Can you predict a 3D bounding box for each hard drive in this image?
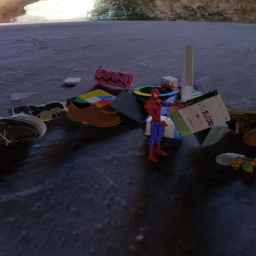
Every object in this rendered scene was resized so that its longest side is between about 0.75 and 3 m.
[{"bbox_3d":[2.472,-2.065,11.767,0.323,1.621,2.458,5,54,6],"label":"hard drive"}]

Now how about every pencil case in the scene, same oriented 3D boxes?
[{"bbox_3d":[-0.786,-2.897,16.122,2.266,1.029,1.062,18,21,27],"label":"pencil case"}]

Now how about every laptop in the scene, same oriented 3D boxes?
[{"bbox_3d":[0.730,-1.196,12.313,2.404,1.242,2.131,29,30,1],"label":"laptop"}]

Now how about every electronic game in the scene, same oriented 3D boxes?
[{"bbox_3d":[1.435,-1.852,14.289,2.500,0.520,2.500,-2,21,1],"label":"electronic game"}]

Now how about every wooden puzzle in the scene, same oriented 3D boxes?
[{"bbox_3d":[-1.599,-1.175,13.166,2.880,0.536,2.664,-19,33,-33],"label":"wooden puzzle"}]

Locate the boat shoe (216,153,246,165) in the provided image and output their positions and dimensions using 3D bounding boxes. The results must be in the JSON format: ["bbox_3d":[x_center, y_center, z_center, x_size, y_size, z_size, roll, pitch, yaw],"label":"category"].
[{"bbox_3d":[3.309,1.006,9.165,1.024,0.376,0.342,5,12,-11],"label":"boat shoe"}]

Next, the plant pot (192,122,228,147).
[{"bbox_3d":[3.051,-0.012,10.277,0.987,0.966,0.969,-4,44,-22],"label":"plant pot"}]

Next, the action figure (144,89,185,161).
[{"bbox_3d":[1.121,-0.065,8.735,1.156,2.335,0.762,12,29,41],"label":"action figure"}]

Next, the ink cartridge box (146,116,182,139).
[{"bbox_3d":[1.458,-0.064,10.781,1.386,0.584,1.012,8,18,14],"label":"ink cartridge box"}]

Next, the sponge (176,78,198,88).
[{"bbox_3d":[3.230,-2.657,16.405,1.691,0.252,0.943,7,28,13],"label":"sponge"}]

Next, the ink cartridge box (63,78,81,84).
[{"bbox_3d":[-3.345,-2.825,16.812,0.848,0.172,0.846,5,27,10],"label":"ink cartridge box"}]

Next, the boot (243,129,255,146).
[{"bbox_3d":[4.982,0.713,9.407,1.938,0.743,1.505,12,31,5],"label":"boot"}]

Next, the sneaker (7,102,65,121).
[{"bbox_3d":[-3.895,-0.580,11.920,2.381,0.923,0.948,-11,10,-30],"label":"sneaker"}]

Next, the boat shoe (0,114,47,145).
[{"bbox_3d":[-4.445,0.177,10.213,2.958,1.066,1.049,0,38,15],"label":"boat shoe"}]

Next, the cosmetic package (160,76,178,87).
[{"bbox_3d":[2.288,-2.476,15.621,0.629,0.628,0.762,-17,33,-30],"label":"cosmetic package"}]

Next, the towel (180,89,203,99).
[{"bbox_3d":[3.337,-1.697,14.629,1.075,0.221,1.441,-15,33,-23],"label":"towel"}]

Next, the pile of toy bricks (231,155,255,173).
[{"bbox_3d":[3.778,1.175,8.750,0.961,0.533,0.475,8,65,-6],"label":"pile of toy bricks"}]

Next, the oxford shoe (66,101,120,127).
[{"bbox_3d":[-1.338,-0.596,11.434,2.242,0.799,0.800,10,36,-17],"label":"oxford shoe"}]

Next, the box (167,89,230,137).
[{"bbox_3d":[2.321,-0.447,9.249,1.733,1.251,0.315,-22,40,21],"label":"box"}]

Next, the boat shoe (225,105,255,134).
[{"bbox_3d":[4.327,-0.161,10.967,2.788,1.006,1.004,17,61,11],"label":"boat shoe"}]
